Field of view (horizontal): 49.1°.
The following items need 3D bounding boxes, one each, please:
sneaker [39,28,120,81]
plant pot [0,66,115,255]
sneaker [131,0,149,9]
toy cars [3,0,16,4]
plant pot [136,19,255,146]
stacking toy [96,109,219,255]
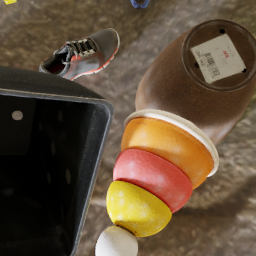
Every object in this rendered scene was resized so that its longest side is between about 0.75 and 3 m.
[{"bbox_3d":[-1.189,-1.824,7.046,2.334,0.956,0.899,-38,81,-7],"label":"sneaker"},{"bbox_3d":[-2.260,0.295,4.416,2.875,2.556,2.882,4,115,-28],"label":"plant pot"},{"bbox_3d":[0.367,-3.912,7.685,0.516,0.537,1.370,5,79,2],"label":"sneaker"},{"bbox_3d":[-3.199,-4.190,7.850,0.657,0.325,1.466,24,79,4],"label":"toy cars"},{"bbox_3d":[1.508,-0.911,5.917,2.632,2.816,2.632,0,79,0],"label":"plant pot"},{"bbox_3d":[0.201,0.985,4.136,1.638,1.638,2.242,31,64,6],"label":"stacking toy"}]
